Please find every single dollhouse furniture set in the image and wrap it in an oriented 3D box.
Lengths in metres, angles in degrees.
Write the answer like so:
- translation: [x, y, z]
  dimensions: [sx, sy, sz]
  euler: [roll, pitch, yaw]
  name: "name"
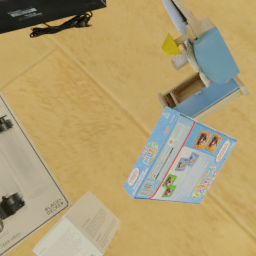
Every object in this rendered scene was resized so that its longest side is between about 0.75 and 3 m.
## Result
- translation: [0.849, -1.400, 5.419]
  dimensions: [1.603, 2.457, 2.320]
  euler: [-34, 52, 18]
  name: "dollhouse furniture set"

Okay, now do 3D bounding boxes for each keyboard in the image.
- translation: [-1.847, -2.259, 5.553]
  dimensions: [2.987, 1.898, 0.308]
  euler: [-6, 87, 16]
  name: "keyboard"

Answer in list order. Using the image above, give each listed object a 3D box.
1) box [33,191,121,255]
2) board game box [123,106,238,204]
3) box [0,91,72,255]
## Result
- translation: [-0.874, 1.919, 5.010]
  dimensions: [0.892, 1.036, 1.041]
  euler: [44, 108, 3]
  name: "box"
- translation: [0.751, 0.444, 3.661]
  dimensions: [0.269, 1.468, 1.111]
  euler: [37, 104, 46]
  name: "board game box"
- translation: [-2.355, 0.715, 4.902]
  dimensions: [1.516, 0.782, 2.600]
  euler: [-34, 91, -35]
  name: "box"
